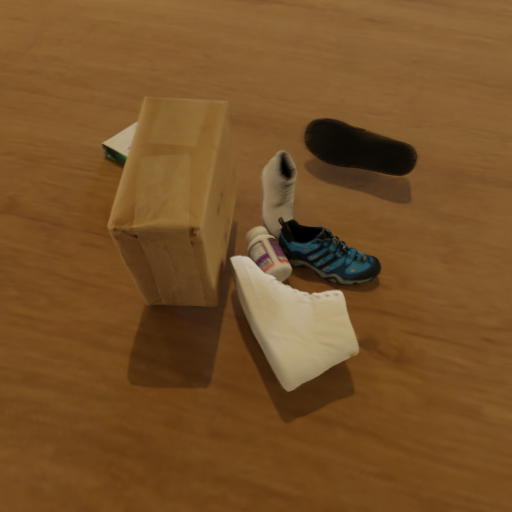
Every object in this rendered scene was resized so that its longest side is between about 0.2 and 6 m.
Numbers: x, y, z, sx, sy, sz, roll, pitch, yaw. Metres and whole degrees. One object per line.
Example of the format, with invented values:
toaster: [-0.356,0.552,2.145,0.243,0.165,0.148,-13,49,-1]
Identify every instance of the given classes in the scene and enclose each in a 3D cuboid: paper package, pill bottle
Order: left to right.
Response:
paper package: [-1.184,-0.800,8.977,1.358,2.502,2.625,4,59,5]
pill bottle: [0.182,-0.019,9.770,0.545,0.545,0.977,-18,59,-16]

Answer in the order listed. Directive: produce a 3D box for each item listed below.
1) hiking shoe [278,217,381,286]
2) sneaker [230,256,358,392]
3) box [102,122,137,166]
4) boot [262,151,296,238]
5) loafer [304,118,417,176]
hiking shoe: [1.234,-0.061,9.696,1.904,0.826,0.708,14,49,13]
sneaker: [0.599,0.782,8.733,1.452,0.926,2.513,-22,51,-10]
box: [-2.119,-2.263,12.049,1.956,0.355,1.412,30,54,26]
boot: [0.458,-1.177,10.463,0.577,0.750,1.568,-2,70,-18]
loafer: [2.125,-2.165,11.517,2.388,0.872,0.852,24,16,18]
